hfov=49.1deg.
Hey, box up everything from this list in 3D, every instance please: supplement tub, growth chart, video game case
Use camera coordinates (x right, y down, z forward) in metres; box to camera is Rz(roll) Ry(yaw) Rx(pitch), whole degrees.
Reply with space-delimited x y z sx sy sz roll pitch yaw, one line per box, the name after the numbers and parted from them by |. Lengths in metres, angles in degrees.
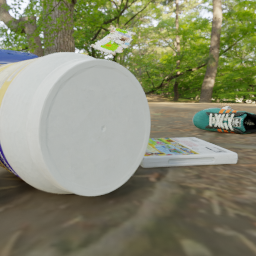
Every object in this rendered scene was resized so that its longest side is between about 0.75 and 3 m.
-1.039 -0.100 3.836 1.727 1.727 2.376 -6 9 -41 | supplement tub
-0.616 -4.182 13.425 1.678 0.206 2.319 20 49 22 | growth chart
0.925 0.450 5.717 1.741 0.219 1.913 -1 8 -10 | video game case

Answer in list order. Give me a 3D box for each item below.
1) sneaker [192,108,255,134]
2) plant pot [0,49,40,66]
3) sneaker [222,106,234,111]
3.296 -0.246 9.052 2.307 0.823 0.922 2 2 6 | sneaker
-3.861 -1.072 8.778 2.736 2.736 2.460 -6 16 -41 | plant pot
4.967 -0.788 14.898 1.052 0.671 1.821 2 -3 28 | sneaker
